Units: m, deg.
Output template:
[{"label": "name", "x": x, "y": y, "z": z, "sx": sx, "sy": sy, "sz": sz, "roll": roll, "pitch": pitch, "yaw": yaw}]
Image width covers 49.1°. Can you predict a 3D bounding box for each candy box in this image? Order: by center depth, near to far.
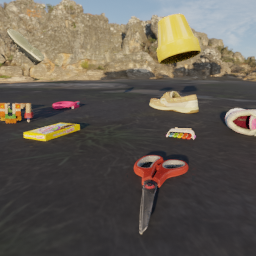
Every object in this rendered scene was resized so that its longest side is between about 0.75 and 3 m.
[{"label": "candy box", "x": -2.397, "y": 0.097, "z": 9.016, "sx": 0.869, "sy": 0.225, "sz": 1.701, "roll": 3, "pitch": 12, "yaw": 26}]

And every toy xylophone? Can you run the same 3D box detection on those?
[{"label": "toy xylophone", "x": 1.667, "y": 0.164, "z": 8.695, "sx": 0.899, "sy": 0.226, "sz": 0.658, "roll": 6, "pitch": 14, "yaw": 27}]

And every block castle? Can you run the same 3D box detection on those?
[{"label": "block castle", "x": -4.600, "y": -0.601, "z": 11.083, "sx": 1.612, "sy": 0.756, "sz": 1.077, "roll": -1, "pitch": 7, "yaw": -17}]

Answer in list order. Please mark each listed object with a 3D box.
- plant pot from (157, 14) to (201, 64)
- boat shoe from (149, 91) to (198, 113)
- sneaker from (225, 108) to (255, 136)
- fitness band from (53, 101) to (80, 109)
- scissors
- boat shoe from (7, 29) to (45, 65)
[{"label": "plant pot", "x": 1.793, "y": -3.364, "z": 10.567, "sx": 1.595, "sy": 1.500, "sz": 1.595, "roll": -12, "pitch": -2, "yaw": 0}, {"label": "boat shoe", "x": 2.272, "y": -1.363, "z": 14.003, "sx": 1.068, "sy": 0.958, "sz": 2.885, "roll": -12, "pitch": 17, "yaw": -44}, {"label": "sneaker", "x": 4.205, "y": -0.158, "z": 8.797, "sx": 2.329, "sy": 0.947, "sz": 1.027, "roll": -3, "pitch": 10, "yaw": 29}, {"label": "fitness band", "x": -3.297, "y": -1.222, "z": 15.018, "sx": 1.206, "sy": 0.314, "sz": 1.679, "roll": 0, "pitch": 11, "yaw": 12}, {"label": "scissors", "x": 0.315, "y": 1.013, "z": 5.002, "sx": 1.078, "sy": 0.205, "sz": 2.947, "roll": 8, "pitch": 15, "yaw": 22}, {"label": "boat shoe", "x": -4.093, "y": -3.132, "z": 11.007, "sx": 0.551, "sy": 1.660, "sz": 0.620, "roll": -38, "pitch": 24, "yaw": 32}]
